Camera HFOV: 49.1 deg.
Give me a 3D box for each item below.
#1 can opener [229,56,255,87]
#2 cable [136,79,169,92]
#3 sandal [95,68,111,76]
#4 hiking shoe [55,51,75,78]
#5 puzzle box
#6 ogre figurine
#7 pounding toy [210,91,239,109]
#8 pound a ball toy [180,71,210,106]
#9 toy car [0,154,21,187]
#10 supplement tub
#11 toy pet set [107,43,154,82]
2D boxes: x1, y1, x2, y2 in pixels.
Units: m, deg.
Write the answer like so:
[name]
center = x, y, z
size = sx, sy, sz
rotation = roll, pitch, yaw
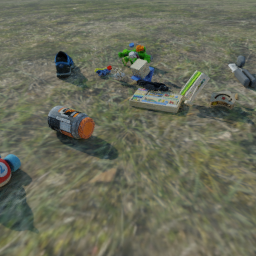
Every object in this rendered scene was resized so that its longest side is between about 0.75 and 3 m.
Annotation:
[can opener]
center = 5.349, -2.672, 13.150
size = 0.640, 0.808, 2.430
rotation = 2, 36, 1
[cable]
center = 1.025, -1.853, 11.869
size = 1.414, 0.359, 1.154
rotation = 21, 22, 33
[sandal]
center = -1.196, -2.696, 13.617
size = 0.869, 0.346, 0.379
rotation = -14, 69, -34
[hiking shoe]
center = -3.144, -3.380, 13.961
size = 0.898, 1.046, 2.413
rotation = -5, 32, -9
[puzzle box]
center = 1.134, -1.114, 11.036
size = 1.906, 0.242, 1.268
rotation = 10, 32, 17
[ogre figurine]
center = 0.475, -3.607, 14.469
size = 1.168, 0.956, 1.948
rotation = -30, 29, -22
[pounding toy]
center = 3.727, -0.975, 10.773
size = 1.157, 0.664, 0.662
rotation = -6, 59, 8
[pound a ball toy]
center = 2.571, -1.429, 10.589
size = 0.556, 1.310, 0.854
rotation = 31, 10, -25
[toy car]
center = -3.623, 0.707, 6.885
size = 1.305, 1.475, 1.360
rotation = 12, 34, 18
[supplement tub]
center = -1.797, -0.163, 8.911
size = 1.378, 0.845, 0.845
rotation = 18, 36, 26
[toy pet set]
center = 0.339, -2.814, 13.036
size = 1.791, 1.019, 1.918
rotation = 28, 68, 38
